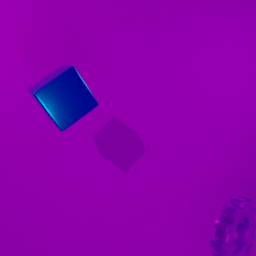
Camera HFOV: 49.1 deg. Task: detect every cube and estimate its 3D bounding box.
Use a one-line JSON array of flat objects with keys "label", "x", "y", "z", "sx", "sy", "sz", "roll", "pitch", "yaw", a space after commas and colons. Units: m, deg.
[{"label": "cube", "x": -1.410, "y": -0.666, "z": 6.029, "sx": 0.984, "sy": 0.984, "sz": 0.984, "roll": -38, "pitch": 116, "yaw": -14}]

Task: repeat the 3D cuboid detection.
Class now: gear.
[{"label": "gear", "x": 1.812, "y": 1.777, "z": 4.757, "sx": 0.226, "sy": 1.223, "sz": 1.223, "roll": 12, "pitch": 81, "yaw": 45}]
